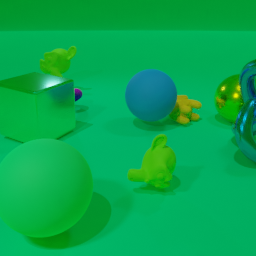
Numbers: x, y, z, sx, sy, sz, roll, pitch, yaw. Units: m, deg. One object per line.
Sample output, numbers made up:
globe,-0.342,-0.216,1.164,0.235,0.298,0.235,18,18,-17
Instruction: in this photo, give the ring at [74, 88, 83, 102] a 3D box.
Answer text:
ring,-1.932,-0.852,8.221,1.236,0.247,1.236,-19,-2,-1

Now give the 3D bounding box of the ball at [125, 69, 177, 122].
ball,0.560,-0.792,6.843,1.268,1.268,1.268,0,21,0

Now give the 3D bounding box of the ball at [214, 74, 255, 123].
ball,2.878,-0.753,7.217,1.268,1.268,1.268,0,21,0

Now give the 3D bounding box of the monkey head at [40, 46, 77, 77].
monkey head,-2.508,-2.219,10.178,1.732,1.246,1.044,-37,-12,37

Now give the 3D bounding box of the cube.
cube,-2.057,-0.469,6.336,1.235,1.235,1.235,14,27,24

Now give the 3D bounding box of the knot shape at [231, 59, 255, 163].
knot shape,2.579,-0.305,5.535,0.888,1.922,1.799,7,4,18

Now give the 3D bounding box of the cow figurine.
cow figurine,1.374,-0.561,7.622,1.193,0.665,1.212,22,28,36

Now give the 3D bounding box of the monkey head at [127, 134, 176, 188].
monkey head,0.365,0.562,4.289,0.738,1.026,0.618,2,51,-1

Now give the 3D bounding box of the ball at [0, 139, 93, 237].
ball,-0.998,0.701,3.371,1.147,1.147,1.147,0,21,0
